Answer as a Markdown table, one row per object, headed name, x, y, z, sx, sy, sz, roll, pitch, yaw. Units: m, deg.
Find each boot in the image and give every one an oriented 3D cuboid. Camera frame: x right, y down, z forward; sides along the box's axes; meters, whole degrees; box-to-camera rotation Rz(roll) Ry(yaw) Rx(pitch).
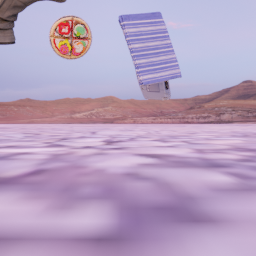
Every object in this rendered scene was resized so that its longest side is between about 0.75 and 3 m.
| name | x | y | z | sx | sy | sz | roll | pitch | yaw |
| --- | --- | --- | --- | --- | --- | --- | --- | --- | --- |
| boot | -2.275 | -2.363 | 5.578 | 2.175 | 1.421 | 0.736 | -7 | 30 | -43 |

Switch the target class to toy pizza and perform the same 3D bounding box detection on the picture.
| name | x | y | z | sx | sy | sz | roll | pitch | yaw |
| --- | --- | --- | --- | --- | --- | --- | --- | --- | --- |
| toy pizza | -2.308 | -3.660 | 11.462 | 1.798 | 1.798 | 0.285 | 0 | 27 | -26 |

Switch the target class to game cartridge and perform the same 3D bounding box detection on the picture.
| name | x | y | z | sx | sy | sz | roll | pitch | yaw |
| --- | --- | --- | --- | --- | --- | --- | --- | --- | --- |
| game cartridge | 1.080 | -2.534 | 13.027 | 1.659 | 2.492 | 0.509 | 9 | 31 | 42 |

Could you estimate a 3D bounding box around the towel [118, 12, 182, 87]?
| name | x | y | z | sx | sy | sz | roll | pitch | yaw |
| --- | --- | --- | --- | --- | --- | --- | --- | --- | --- |
| towel | 0.820 | -2.924 | 10.189 | 1.933 | 2.670 | 0.318 | -18 | -1 | -28 |
